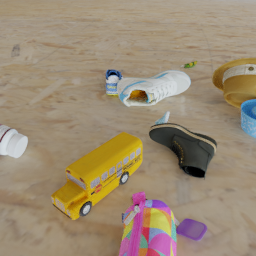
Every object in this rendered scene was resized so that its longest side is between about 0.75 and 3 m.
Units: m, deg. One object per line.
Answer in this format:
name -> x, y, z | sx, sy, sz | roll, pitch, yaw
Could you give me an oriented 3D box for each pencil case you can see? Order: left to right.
pencil case -> 0.264, 2.328, 4.609 | 1.123, 1.123, 2.542 | 3, 32, 4

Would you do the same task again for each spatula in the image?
spatula -> 0.836, 1.888, 6.144 | 1.835, 0.189, 0.519 | 23, 37, 32

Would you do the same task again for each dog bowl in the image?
dog bowl -> 5.101, -0.212, 8.983 | 2.962, 0.734, 1.651 | 2, 32, 5

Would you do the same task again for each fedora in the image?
fedora -> 4.343, -1.409, 10.079 | 2.684, 2.684, 1.095 | 10, 70, 15

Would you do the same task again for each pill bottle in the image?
pill bottle -> -3.636, 0.289, 7.926 | 1.388, 0.793, 0.793 | 21, 35, 5

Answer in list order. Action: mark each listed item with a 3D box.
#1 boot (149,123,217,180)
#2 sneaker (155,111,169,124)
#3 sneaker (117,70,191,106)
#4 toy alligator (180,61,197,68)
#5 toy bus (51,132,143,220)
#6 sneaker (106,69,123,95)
boot -> 1.363, 0.602, 7.740 | 1.973, 0.764, 1.365 | 12, 39, 20
sneaker -> 0.989, -0.172, 8.415 | 0.336, 0.820, 0.303 | 20, 29, 3
sneaker -> 1.059, -1.422, 10.737 | 2.870, 1.098, 1.159 | -11, 40, -5
toy alligator -> 3.085, -3.155, 14.154 | 1.052, 0.253, 0.349 | -19, 9, -14
toy bus -> -0.670, 1.065, 6.724 | 0.791, 0.952, 2.431 | 24, 39, 33
sneaker -> -0.578, -2.159, 11.963 | 0.784, 0.872, 2.121 | -4, 31, -3
